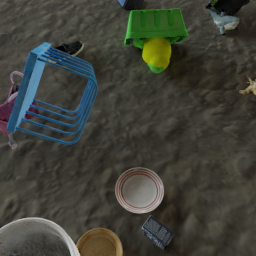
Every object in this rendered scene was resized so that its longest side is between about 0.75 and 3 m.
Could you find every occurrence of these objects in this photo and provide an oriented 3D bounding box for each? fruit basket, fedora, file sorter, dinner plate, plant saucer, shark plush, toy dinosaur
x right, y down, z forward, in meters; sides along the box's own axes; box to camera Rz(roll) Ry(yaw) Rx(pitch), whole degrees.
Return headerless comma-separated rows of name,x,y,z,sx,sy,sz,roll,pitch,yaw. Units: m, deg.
fruit basket,1.283,-3.942,13.028,3.030,2.185,3.030,0,98,-3
fedora,5.554,-6.793,14.852,2.842,2.842,1.298,-34,91,-22
file sorter,-2.011,-1.070,8.101,1.802,2.039,2.938,18,17,-15
dinner plate,0.388,2.090,9.408,1.624,0.197,1.624,0,53,0
plant saucer,-0.853,3.680,8.219,1.403,0.248,1.403,0,54,0
shark plush,5.003,-5.823,14.670,0.966,0.886,2.127,-19,55,-7
toy dinosaur,3.955,-1.326,8.403,0.384,1.319,0.667,-2,88,-24

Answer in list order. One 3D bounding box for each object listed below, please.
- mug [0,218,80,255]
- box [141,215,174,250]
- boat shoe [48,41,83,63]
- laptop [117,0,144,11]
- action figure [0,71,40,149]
mug,-1.797,3.714,6.754,2.938,2.576,2.169,12,55,7
box,0.874,3.134,8.373,0.858,0.637,0.459,32,60,22
boat shoe,-2.966,-3.746,13.388,1.899,0.591,0.708,-31,58,-22
laptop,0.101,-7.382,15.907,1.475,0.762,1.307,13,56,9
action figure,-4.473,-0.546,10.371,1.746,1.941,2.607,31,46,14
